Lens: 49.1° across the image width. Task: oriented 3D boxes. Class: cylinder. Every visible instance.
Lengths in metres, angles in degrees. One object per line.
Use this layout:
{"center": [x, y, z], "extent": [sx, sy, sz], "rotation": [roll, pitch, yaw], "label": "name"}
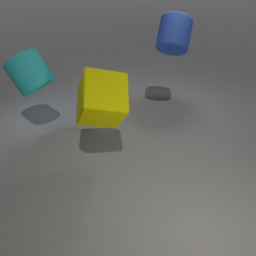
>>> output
{"center": [1.993, -4.030, 12.086], "extent": [1.400, 1.400, 1.400], "rotation": [11, -5, 1], "label": "cylinder"}
{"center": [-3.836, -2.132, 10.884], "extent": [1.400, 1.400, 1.400], "rotation": [-30, 12, 7], "label": "cylinder"}

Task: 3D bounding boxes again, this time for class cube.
{"center": [-0.855, -0.919, 9.029], "extent": [1.400, 1.400, 1.400], "rotation": [5, 68, -18], "label": "cube"}
